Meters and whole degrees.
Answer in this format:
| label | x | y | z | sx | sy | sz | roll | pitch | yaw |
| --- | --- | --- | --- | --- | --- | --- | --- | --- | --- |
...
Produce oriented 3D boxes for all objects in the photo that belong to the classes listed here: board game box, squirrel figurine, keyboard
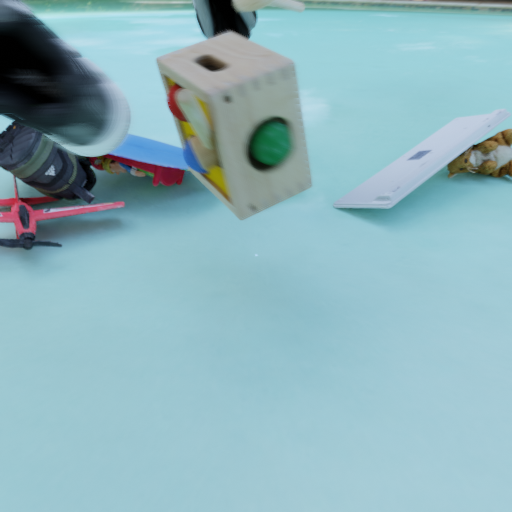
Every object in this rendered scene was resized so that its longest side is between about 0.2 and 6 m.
| label | x | y | z | sx | sy | sz | roll | pitch | yaw |
| --- | --- | --- | --- | --- | --- | --- | --- | --- | --- |
| board game box | -2.291 | -1.747 | 10.521 | 2.738 | 0.675 | 3.466 | 8 | 17 | -25 |
| squirrel figurine | 4.239 | -1.899 | 10.938 | 1.242 | 0.942 | 1.331 | -14 | 15 | -4 |
| keyboard | 3.170 | -1.841 | 10.351 | 4.305 | 0.230 | 1.212 | -34 | 20 | -33 |

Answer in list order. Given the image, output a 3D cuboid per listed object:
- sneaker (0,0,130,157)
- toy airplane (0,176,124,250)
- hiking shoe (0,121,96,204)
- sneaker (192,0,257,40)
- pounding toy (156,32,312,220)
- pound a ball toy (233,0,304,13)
| label | x | y | z | sx | sy | sz | roll | pitch | yaw |
| --- | --- | --- | --- | --- | --- | --- | --- | --- | --- |
| sneaker | -2.240 | -1.805 | 4.429 | 2.673 | 0.888 | 1.210 | 37 | 3 | -4 |
| toy airplane | -3.724 | -0.688 | 8.744 | 3.047 | 0.560 | 3.047 | 4 | 24 | -2 |
| hiking shoe | -3.629 | -1.587 | 9.655 | 1.208 | 1.606 | 3.191 | -45 | 30 | -1 |
| sneaker | -0.460 | -4.035 | 8.709 | 1.263 | 1.944 | 3.366 | -10 | 6 | 15 |
| pounding toy | -0.335 | -1.390 | 5.939 | 1.340 | 1.735 | 1.885 | -26 | 41 | -15 |
| pound a ball toy | 0.074 | -3.554 | 6.956 | 0.888 | 1.363 | 2.090 | -5 | 10 | 24 |
